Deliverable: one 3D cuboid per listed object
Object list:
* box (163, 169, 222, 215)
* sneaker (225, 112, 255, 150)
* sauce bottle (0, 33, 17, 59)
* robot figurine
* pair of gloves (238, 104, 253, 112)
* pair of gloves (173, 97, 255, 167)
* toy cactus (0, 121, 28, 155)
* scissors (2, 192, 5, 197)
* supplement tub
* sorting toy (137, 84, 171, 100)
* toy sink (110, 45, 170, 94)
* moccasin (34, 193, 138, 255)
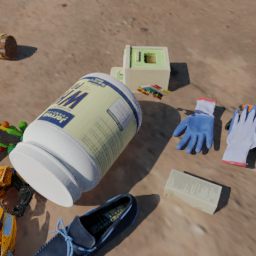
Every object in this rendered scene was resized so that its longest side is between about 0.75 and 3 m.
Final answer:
[{"bbox_3d":[1.530,1.515,6.690,1.234,0.480,0.586,20,52,16],"label":"box"},{"bbox_3d":[3.550,0.384,7.561,0.799,0.719,2.051,-26,48,-17],"label":"sneaker"},{"bbox_3d":[-5.594,-3.175,10.419,2.801,0.924,0.924,11,50,9],"label":"sauce bottle"},{"bbox_3d":[-3.206,1.984,5.999,2.102,0.844,2.899,-3,52,-6],"label":"robot figurine"},{"bbox_3d":[3.741,-0.409,8.586,0.746,0.103,0.837,17,52,14],"label":"pair of gloves"},{"bbox_3d":[2.538,0.024,7.588,2.482,0.283,1.995,12,60,33],"label":"pair of gloves"},{"bbox_3d":[-2.622,0.406,7.429,1.838,0.940,1.517,-17,65,-14],"label":"toy cactus"},{"bbox_3d":[-3.538,1.443,7.006,1.201,0.084,0.439,20,55,13],"label":"scissors"},{"bbox_3d":[-1.144,0.219,6.749,2.047,2.047,2.823,24,53,19],"label":"supplement tub"},{"bbox_3d":[0.626,-0.847,6.836,0.522,1.083,0.183,25,85,-22],"label":"sorting toy"},{"bbox_3d":[0.345,-1.954,9.249,1.935,1.084,1.261,1,50,1],"label":"toy sink"},{"bbox_3d":[-0.962,2.154,5.867,2.643,0.901,1.064,-36,58,-26],"label":"moccasin"}]
